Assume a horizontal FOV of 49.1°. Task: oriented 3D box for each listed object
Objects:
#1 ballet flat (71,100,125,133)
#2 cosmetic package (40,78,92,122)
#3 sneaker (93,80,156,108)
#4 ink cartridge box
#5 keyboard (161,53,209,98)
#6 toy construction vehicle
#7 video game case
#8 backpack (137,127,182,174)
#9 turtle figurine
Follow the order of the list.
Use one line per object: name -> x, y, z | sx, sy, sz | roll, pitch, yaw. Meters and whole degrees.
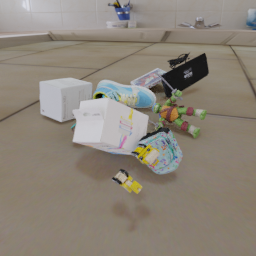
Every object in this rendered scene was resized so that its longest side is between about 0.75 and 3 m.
ballet flat -> -0.655, -0.190, 8.273 | 0.810, 0.800, 2.378 | -37, -1, 40
cosmetic package -> -2.116, -1.010, 9.602 | 1.149, 1.156, 1.381 | 20, 26, 34
sneaker -> -0.190, -0.955, 9.940 | 2.263, 0.900, 1.478 | 11, 31, 8
ink cartridge box -> -0.455, -0.013, 6.531 | 1.025, 0.999, 1.595 | -3, -17, 44
keyboard -> 2.337, -2.444, 11.874 | 2.801, 1.458, 0.555 | -31, 29, -31
toy construction vehicle -> 0.209, 0.720, 5.003 | 0.935, 0.378, 1.074 | -47, 11, -15
video game case -> 0.996, -2.232, 12.908 | 1.540, 0.194, 1.690 | -28, 25, -3
backpack -> 0.725, 0.552, 6.149 | 0.822, 0.926, 0.697 | -26, 13, 28
turtle figurine -> 1.323, -0.420, 8.209 | 1.679, 1.731, 1.246 | 22, 65, 23
